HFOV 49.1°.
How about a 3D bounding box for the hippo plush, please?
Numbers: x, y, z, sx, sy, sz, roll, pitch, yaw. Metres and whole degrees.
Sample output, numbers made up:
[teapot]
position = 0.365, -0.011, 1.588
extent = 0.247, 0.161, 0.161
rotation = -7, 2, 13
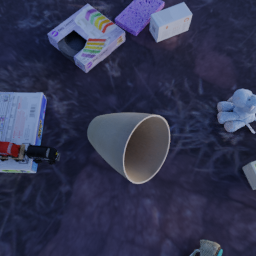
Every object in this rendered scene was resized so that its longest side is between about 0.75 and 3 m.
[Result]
[hippo plush]
position = 3.517, -0.510, 8.606
extent = 1.486, 1.194, 1.183
rotation = 41, 74, 14

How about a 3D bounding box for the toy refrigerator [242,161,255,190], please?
[toy refrigerator]
position = 4.521, 1.129, 8.244
extent = 1.955, 0.684, 0.742
rotation = -16, 69, -7

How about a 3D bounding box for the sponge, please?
[sponge]
position = 0.448, -4.357, 10.605
extent = 1.006, 0.269, 1.803
rotation = 36, 73, 13

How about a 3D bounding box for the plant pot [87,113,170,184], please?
[plant pot]
position = -0.178, 0.309, 7.939
extent = 2.011, 1.883, 1.883
rotation = 20, 67, 40

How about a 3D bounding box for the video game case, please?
[video game case]
position = -3.866, 0.101, 8.699
extent = 2.281, 0.572, 2.517
rotation = 2, 69, 1

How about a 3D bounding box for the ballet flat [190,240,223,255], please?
[ballet flat]
position = 1.753, 3.947, 7.223
extent = 0.817, 0.736, 2.169
rotation = 13, 62, 29

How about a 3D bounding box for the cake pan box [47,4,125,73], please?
[cake pan box]
position = -1.487, -3.198, 9.956
extent = 1.940, 0.551, 2.106
rotation = 42, 73, 16

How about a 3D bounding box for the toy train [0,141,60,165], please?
[toy train]
position = -3.387, 0.647, 7.807
extent = 2.942, 0.674, 0.502
rotation = 4, 68, 2

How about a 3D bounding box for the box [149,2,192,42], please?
[box]
position = 1.516, -3.795, 10.083
extent = 1.331, 0.828, 0.649
rotation = -23, 70, -9
